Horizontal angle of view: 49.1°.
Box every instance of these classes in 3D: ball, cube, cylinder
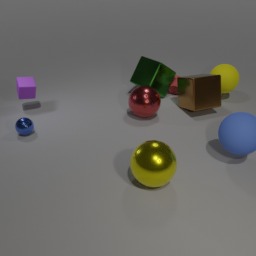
[{"bbox_3d":[-4.043,-0.066,10.952,0.700,0.700,0.700,0,31,0],"label":"ball"},{"bbox_3d":[3.171,-1.626,12.535,1.400,1.400,1.400,-10,15,-17],"label":"cube"},{"bbox_3d":[4.649,-2.388,13.594,1.400,1.400,1.400,0,31,0],"label":"ball"},{"bbox_3d":[2.440,-2.201,14.295,0.700,0.700,0.700,11,62,17],"label":"cylinder"},{"bbox_3d":[0.712,-1.136,12.052,1.400,1.400,1.400,0,31,0],"label":"ball"},{"bbox_3d":[0.760,1.059,8.364,1.400,1.400,1.400,0,31,0],"label":"ball"},{"bbox_3d":[-4.459,-1.750,12.259,0.700,0.700,0.700,-7,49,-27],"label":"cube"},{"bbox_3d":[3.667,0.177,9.109,1.400,1.400,1.400,0,31,0],"label":"ball"},{"bbox_3d":[1.235,-2.518,13.871,1.400,1.400,1.400,17,11,-47],"label":"cube"}]
